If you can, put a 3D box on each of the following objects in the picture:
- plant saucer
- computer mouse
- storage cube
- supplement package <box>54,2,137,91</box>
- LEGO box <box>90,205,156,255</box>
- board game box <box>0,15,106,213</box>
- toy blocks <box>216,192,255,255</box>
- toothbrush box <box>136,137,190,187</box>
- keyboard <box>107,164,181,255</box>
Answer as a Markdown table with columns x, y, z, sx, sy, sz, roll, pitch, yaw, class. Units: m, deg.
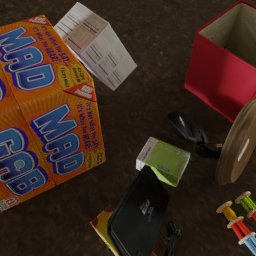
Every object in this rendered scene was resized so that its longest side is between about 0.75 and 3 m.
| x | y | z | sx | sy | sz | roll | pitch | yaw | class |
| --- | --- | --- | --- | --- | --- | --- | --- | --- | --- |
| 2.844 | 0.422 | 6.989 | 0.340 | 2.309 | 2.309 | 25 | 57 | 32 | plant saucer |
| 2.112 | 0.148 | 7.929 | 1.542 | 0.505 | 2.196 | 19 | 24 | -29 | computer mouse |
| 3.411 | -1.988 | 8.596 | 2.224 | 2.338 | 2.601 | -39 | 64 | -21 | storage cube |
| -0.967 | -2.430 | 8.576 | 1.160 | 2.092 | 1.629 | -46 | 58 | 0 | supplement package |
| -0.070 | 2.567 | 6.178 | 0.579 | 1.118 | 1.501 | -39 | 63 | -19 | LEGO box |
| -2.651 | -0.392 | 7.001 | 2.997 | 2.999 | 2.997 | -24 | 54 | -17 | board game box |
| 2.936 | 2.291 | 6.727 | 1.059 | 0.461 | 1.270 | -21 | 54 | -16 | toy blocks |
| 0.962 | 0.911 | 7.713 | 1.228 | 0.528 | 0.894 | 23 | 55 | 16 | toothbrush box |
| 0.488 | 2.031 | 6.018 | 1.832 | 0.297 | 2.883 | 57 | 24 | -3 | keyboard |
